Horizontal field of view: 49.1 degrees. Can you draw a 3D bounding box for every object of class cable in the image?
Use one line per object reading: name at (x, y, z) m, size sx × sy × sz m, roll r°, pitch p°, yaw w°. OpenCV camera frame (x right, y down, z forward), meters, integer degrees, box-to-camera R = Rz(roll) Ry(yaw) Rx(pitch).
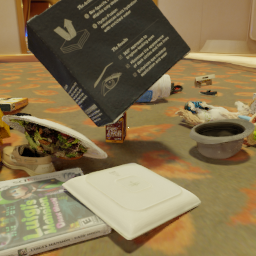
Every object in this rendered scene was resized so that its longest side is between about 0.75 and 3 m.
cable at (2.536, -2.137, 16.671) m, size 1.130 × 0.586 × 2.327 m, roll 23°, pitch 38°, yaw 14°

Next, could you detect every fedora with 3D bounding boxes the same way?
fedora at (2.839, 0.371, 8.515) m, size 1.885 × 0.851 × 1.667 m, roll -12°, pitch 19°, yaw -10°

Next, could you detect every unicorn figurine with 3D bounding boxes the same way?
unicorn figurine at (3.513, -0.592, 11.319) m, size 2.898 × 1.070 × 1.990 m, roll -26°, pitch 31°, yaw -21°

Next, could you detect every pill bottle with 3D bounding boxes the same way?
pill bottle at (0.704, -2.163, 14.660) m, size 2.868 × 1.609 × 1.609 m, roll -1°, pitch 19°, yaw -8°

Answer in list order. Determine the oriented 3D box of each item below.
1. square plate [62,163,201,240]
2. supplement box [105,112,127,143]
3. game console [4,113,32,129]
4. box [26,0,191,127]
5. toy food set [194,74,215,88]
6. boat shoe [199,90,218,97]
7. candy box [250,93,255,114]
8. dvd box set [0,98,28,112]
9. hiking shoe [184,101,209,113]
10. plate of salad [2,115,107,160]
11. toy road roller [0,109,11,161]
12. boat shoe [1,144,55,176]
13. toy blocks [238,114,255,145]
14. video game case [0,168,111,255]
square plate at (0.091, 1.343, 6.113) m, size 2.240 × 0.319 × 2.219 m, roll -8°, pitch 22°, yaw -43°
supplement box at (-0.402, -0.049, 9.691) m, size 0.591 × 0.878 × 0.890 m, roll 3°, pitch 19°, yaw 8°
game console at (-5.235, -0.389, 11.587) m, size 2.428 × 0.293 × 1.432 m, roll 9°, pitch 20°, yaw 21°
box at (-0.526, -2.089, 7.394) m, size 2.923 × 2.972 × 1.745 m, roll -44°, pitch 10°, yaw -17°
toy food set at (2.956, -1.781, 10.833) m, size 0.708 × 0.298 × 0.987 m, roll -8°, pitch -7°, yaw 9°
boat shoe at (4.654, -2.035, 16.187) m, size 1.104 × 0.344 × 0.412 m, roll 15°, pitch 26°, yaw 39°
candy box at (5.984, -1.082, 12.566) m, size 0.770 × 0.917 × 0.328 m, roll -3°, pitch 22°, yaw -9°
dvd box set at (-5.927, -1.113, 13.044) m, size 1.835 × 0.369 × 2.508 m, roll -1°, pitch 12°, yaw -2°
hiking shoe at (3.159, -0.974, 12.810) m, size 1.503 × 0.559 × 0.652 m, roll -17°, pitch 24°, yaw -40°
plate of salad at (-1.906, 0.410, 7.245) m, size 2.809 × 0.675 × 2.809 m, roll 18°, pitch -16°, yaw 5°
toy road roller at (-4.279, 0.383, 7.912) m, size 1.576 × 1.872 × 2.564 m, roll -14°, pitch -14°, yaw -16°
boat shoe at (-2.764, 0.756, 7.664) m, size 2.135 × 0.689 × 0.761 m, roll 13°, pitch 23°, yaw 33°
toy blocks at (4.421, 0.027, 9.627) m, size 1.789 × 0.779 × 2.146 m, roll -11°, pitch 22°, yaw -29°
video game case at (-1.792, 1.618, 5.821) m, size 2.237 × 0.287 × 2.460 m, roll -8°, pitch 21°, yaw -21°
